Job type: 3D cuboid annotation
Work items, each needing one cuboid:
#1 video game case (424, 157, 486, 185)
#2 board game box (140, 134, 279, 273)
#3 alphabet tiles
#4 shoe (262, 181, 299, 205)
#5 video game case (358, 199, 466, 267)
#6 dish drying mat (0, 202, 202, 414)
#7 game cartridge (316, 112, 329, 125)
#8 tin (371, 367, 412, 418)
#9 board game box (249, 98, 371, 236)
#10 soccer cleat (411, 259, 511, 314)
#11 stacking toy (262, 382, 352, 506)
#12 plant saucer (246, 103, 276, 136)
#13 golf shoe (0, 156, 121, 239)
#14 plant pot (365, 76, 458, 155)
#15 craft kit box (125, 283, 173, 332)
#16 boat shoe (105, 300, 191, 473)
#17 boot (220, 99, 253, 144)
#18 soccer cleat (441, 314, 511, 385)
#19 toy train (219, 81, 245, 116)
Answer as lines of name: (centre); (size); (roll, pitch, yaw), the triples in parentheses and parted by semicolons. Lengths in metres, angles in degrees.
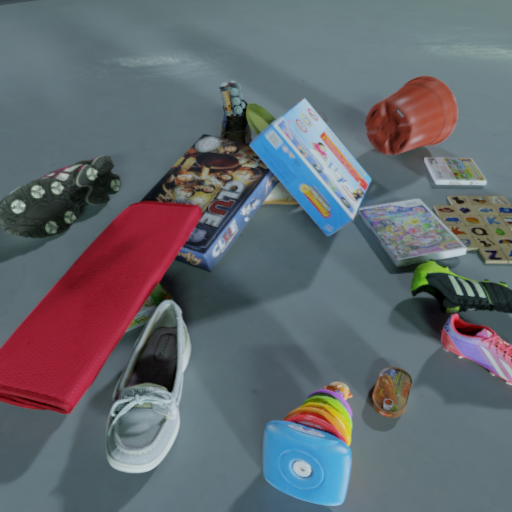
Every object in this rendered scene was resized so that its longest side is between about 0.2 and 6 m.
video game case: (5.163, -2.218, 14.614); (1.260, 0.158, 1.385); (1, 34, 2)
board game box: (-1.070, -1.284, 12.131); (2.250, 0.575, 3.321); (17, 54, 25)
alphabet tiles: (5.301, -0.644, 12.411); (2.276, 0.087, 2.735); (-1, 35, 0)
shoe: (-0.145, -1.559, 13.164); (2.679, 0.715, 0.937); (-6, 35, -9)
video game case: (3.305, -0.557, 12.124); (1.529, 0.192, 2.136); (-10, 36, -8)
dish drying mat: (-2.613, 0.585, 9.646); (1.829, 0.433, 4.763); (7, 43, 19)
game cartridge: (1.957, -4.319, 17.641); (0.562, 0.166, 0.866); (1, 35, -6)
tin: (2.053, 2.056, 8.456); (0.516, 0.193, 0.921); (10, 36, 22)
board game box: (1.285, -2.008, 12.180); (2.524, 0.705, 2.471); (49, 32, -8)
soccer cleat: (3.780, 0.743, 10.037); (2.023, 0.683, 0.820); (20, 63, 20)
stacking toy: (0.929, 2.267, 7.632); (1.128, 1.067, 1.944); (12, 24, 21)
plant saucer: (0.212, -2.869, 12.539); (1.276, 0.198, 1.276); (34, 34, -27)
golf shoe: (-4.549, -1.288, 12.634); (1.424, 1.248, 3.233); (3, 26, 34)
plant pot: (4.061, -3.654, 15.062); (1.941, 1.941, 1.887); (29, 43, 35)
craft kit box: (-2.571, 0.767, 10.156); (1.601, 0.393, 1.621); (-24, 42, -27)
boat shoe: (-1.533, 1.813, 8.167); (1.019, 0.887, 2.766); (4, 35, 6)
boot: (-0.692, -2.954, 14.306); (1.140, 1.479, 3.052); (1, 29, 6)
soccer cleat: (3.778, 1.493, 8.832); (1.729, 0.661, 0.577); (23, 41, 30)
toy train: (-0.487, -3.101, 11.084); (0.418, 0.734, 0.313); (1, 42, 18)
